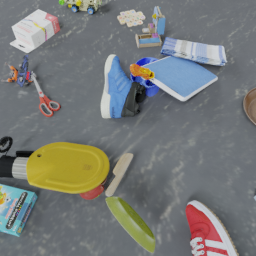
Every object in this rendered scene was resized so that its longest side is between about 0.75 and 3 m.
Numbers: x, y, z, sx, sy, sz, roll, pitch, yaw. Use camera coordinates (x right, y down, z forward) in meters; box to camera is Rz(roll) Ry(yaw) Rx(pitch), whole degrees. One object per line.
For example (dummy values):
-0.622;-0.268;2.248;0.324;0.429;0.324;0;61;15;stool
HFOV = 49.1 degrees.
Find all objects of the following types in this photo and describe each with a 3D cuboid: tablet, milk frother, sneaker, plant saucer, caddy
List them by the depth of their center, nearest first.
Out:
0.106;1.990;6.017;0.232;1.491;1.491;-44;64;-3;plant saucer
1.696;3.248;6.506;1.656;1.049;2.944;-17;58;-15;sneaker
-3.150;0.885;8.113;1.082;1.150;1.038;4;55;3;milk frother
0.420;-1.663;8.136;0.402;1.041;0.380;-7;85;36;sneaker
5.008;-0.540;9.586;2.171;0.397;2.171;0;54;0;plant saucer
-0.091;-1.502;9.866;1.462;1.009;2.628;0;57;5;sneaker
1.871;-1.909;9.984;1.937;0.203;2.977;38;40;18;tablet
0.728;-1.938;10.306;1.126;0.836;1.592;14;56;11;caddy

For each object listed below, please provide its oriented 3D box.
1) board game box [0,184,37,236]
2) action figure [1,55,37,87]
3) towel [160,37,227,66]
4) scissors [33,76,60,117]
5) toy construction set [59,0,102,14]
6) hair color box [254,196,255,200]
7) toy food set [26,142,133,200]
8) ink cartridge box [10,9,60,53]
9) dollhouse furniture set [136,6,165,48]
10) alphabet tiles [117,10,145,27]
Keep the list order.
-3.462;2.177;7.684;1.516;0.356;1.144;11;55;8;board game box
-4.022;-2.123;10.568;1.224;0.662;1.265;14;81;4;action figure
2.621;-3.113;11.123;2.503;0.298;1.838;13;36;7;towel
-3.131;-1.142;9.990;0.670;0.128;1.832;-36;74;-23;scissors
-2.163;-6.077;12.699;2.588;1.697;1.192;22;58;15;toy construction set
4.618;1.868;7.770;1.875;0.569;0.928;-21;58;-13;hair color box
-1.402;1.351;7.875;2.851;0.931;1.677;8;42;13;toy food set
-4.042;-4.156;11.972;1.159;0.672;1.990;28;59;18;ink cartridge box
0.849;-4.328;11.563;1.008;1.545;1.458;-6;55;-5;dollhouse furniture set
0.155;-5.128;13.018;1.219;0.089;1.192;-16;57;-12;alphabet tiles
